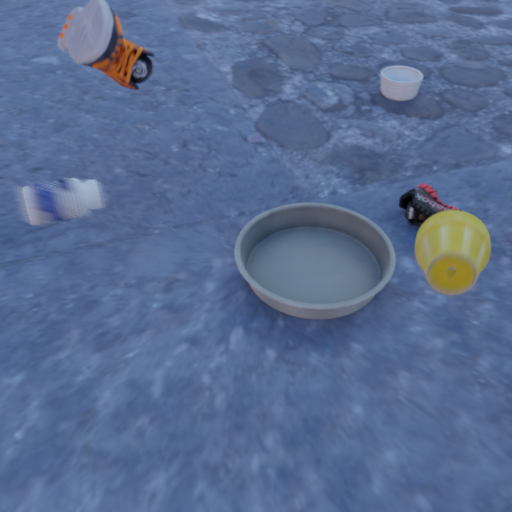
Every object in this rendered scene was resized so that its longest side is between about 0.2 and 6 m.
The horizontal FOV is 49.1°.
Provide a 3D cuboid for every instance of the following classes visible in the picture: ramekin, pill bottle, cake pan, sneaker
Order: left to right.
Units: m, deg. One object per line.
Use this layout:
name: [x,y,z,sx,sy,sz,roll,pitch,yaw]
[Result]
pill bottle: [-2.689,-0.779,7.788,0.975,0.541,0.541,-13,43,-18]
sneaker: [-2.297,-3.433,9.335,1.499,1.038,2.676,24,12,-34]
cake pan: [0.889,0.060,8.713,2.452,0.450,2.452,0,42,0]
ramekin: [3.437,-4.109,13.392,0.974,0.511,0.974,0,41,0]
sneaker: [2.966,-0.676,9.488,0.739,0.535,1.514,-14,41,-16]

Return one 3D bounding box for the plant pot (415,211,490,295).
plant pot: [2.091,0.011,5.978,0.784,0.784,0.738,12,31,13]
